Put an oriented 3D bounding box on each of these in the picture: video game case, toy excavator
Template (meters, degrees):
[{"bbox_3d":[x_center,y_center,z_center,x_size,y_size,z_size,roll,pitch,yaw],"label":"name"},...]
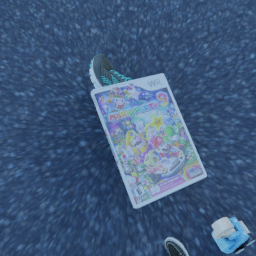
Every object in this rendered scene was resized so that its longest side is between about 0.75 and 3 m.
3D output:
[{"bbox_3d":[0.537,0.182,6.861,2.083,0.262,2.909,-17,80,-24],"label":"video game case"},{"bbox_3d":[2.248,2.428,6.367,1.367,1.329,0.683,-3,44,-31],"label":"toy excavator"}]

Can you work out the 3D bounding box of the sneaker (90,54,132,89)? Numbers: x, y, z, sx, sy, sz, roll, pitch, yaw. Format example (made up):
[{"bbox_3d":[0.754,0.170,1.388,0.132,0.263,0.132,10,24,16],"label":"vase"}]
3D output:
[{"bbox_3d":[-0.159,-1.094,7.931,1.222,1.039,2.678,-32,72,27],"label":"sneaker"}]

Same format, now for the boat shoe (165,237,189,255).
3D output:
[{"bbox_3d":[1.275,3.199,6.734,0.417,0.375,1.179,-45,72,22],"label":"boat shoe"}]
